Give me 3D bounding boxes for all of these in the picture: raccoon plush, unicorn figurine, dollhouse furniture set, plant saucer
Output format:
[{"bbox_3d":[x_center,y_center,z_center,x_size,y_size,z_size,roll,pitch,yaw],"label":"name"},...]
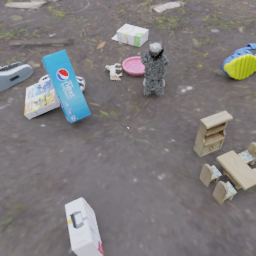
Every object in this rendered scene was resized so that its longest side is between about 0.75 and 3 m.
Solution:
[{"bbox_3d":[0.748,-1.768,8.947,0.924,1.909,1.279,2,86,18],"label":"raccoon plush"},{"bbox_3d":[-0.539,-2.172,10.568,0.637,0.343,0.928,-8,50,7],"label":"unicorn figurine"},{"bbox_3d":[2.606,0.664,7.161,1.618,1.226,1.846,-19,49,-18],"label":"dollhouse furniture set"},{"bbox_3d":[0.352,-2.342,10.791,1.134,0.287,1.134,0,45,0],"label":"plant saucer"}]

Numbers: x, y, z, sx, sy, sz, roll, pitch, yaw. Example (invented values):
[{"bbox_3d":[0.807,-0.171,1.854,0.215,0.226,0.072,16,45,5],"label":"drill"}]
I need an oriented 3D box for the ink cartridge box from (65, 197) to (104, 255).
[{"bbox_3d":[-0.928,2.156,5.943,0.454,0.783,1.061,-24,44,-2],"label":"ink cartridge box"}]

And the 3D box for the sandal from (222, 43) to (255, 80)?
[{"bbox_3d":[4.416,-2.594,10.625,2.568,1.021,1.118,-19,46,-30],"label":"sandal"}]

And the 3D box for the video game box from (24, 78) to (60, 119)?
[{"bbox_3d":[-2.790,-1.018,9.117,1.152,0.296,1.265,-23,51,13],"label":"video game box"}]

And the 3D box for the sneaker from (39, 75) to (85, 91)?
[{"bbox_3d":[-2.309,-1.328,9.529,1.602,0.639,1.043,8,37,-6],"label":"sneaker"}]

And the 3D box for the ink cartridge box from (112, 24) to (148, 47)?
[{"bbox_3d":[0.071,-4.150,12.424,1.456,0.490,0.853,21,49,20],"label":"ink cartridge box"}]

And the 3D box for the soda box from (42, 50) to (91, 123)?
[{"bbox_3d":[-1.799,-1.190,8.181,0.673,1.983,0.636,-24,15,-16],"label":"soda box"}]

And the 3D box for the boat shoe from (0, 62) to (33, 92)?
[{"bbox_3d":[-4.434,-1.888,10.019,0.673,0.728,1.971,35,54,25],"label":"boat shoe"}]
